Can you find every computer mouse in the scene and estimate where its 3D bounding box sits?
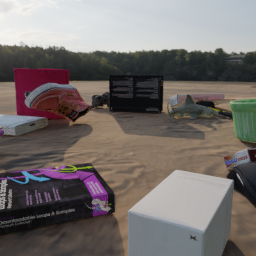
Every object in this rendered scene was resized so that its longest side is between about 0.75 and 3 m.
[{"bbox_3d":[2.472,0.917,4.406,1.391,0.456,1.980,-1,12,2],"label":"computer mouse"}]

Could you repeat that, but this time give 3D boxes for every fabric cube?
[{"bbox_3d":[-3.704,-1.491,11.986,2.099,2.065,2.105,-3,12,-21],"label":"fabric cube"}]

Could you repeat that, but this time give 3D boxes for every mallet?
[{"bbox_3d":[4.098,-0.729,12.345,0.868,0.542,2.636,-7,18,-27],"label":"mallet"}]

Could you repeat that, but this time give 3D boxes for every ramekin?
[{"bbox_3d":[4.094,-0.271,7.917,2.261,1.104,2.261,-5,7,1],"label":"ramekin"}]

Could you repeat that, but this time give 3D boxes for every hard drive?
[{"bbox_3d":[-4.460,-0.156,9.722,2.705,0.361,1.784,3,12,17],"label":"hard drive"}]

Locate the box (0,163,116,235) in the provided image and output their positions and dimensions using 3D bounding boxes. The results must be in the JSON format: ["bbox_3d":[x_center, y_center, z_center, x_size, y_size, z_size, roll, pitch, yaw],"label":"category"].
[{"bbox_3d":[-1.382,0.997,4.256,2.043,0.369,1.461,-6,13,-21],"label":"box"}]

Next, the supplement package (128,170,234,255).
[{"bbox_3d":[0.621,1.050,3.038,0.756,0.765,1.262,7,14,30],"label":"supplement package"}]

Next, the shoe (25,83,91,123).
[{"bbox_3d":[-2.356,-0.849,10.065,1.254,0.985,2.757,47,21,6],"label":"shoe"}]

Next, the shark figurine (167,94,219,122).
[{"bbox_3d":[2.384,-0.886,11.744,2.454,1.024,1.466,-4,11,-25],"label":"shark figurine"}]

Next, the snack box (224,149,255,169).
[{"bbox_3d":[3.227,0.563,5.721,2.326,0.283,0.836,-3,-15,-13],"label":"snack box"}]

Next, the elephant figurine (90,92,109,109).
[{"bbox_3d":[-1.555,-1.423,14.840,1.278,0.904,0.992,-17,-14,-7],"label":"elephant figurine"}]

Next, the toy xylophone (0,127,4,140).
[{"bbox_3d":[-4.334,0.286,6.781,2.635,0.662,1.929,0,10,-6],"label":"toy xylophone"}]

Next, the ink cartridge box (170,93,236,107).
[{"bbox_3d":[3.712,-1.485,14.231,2.593,0.565,2.250,-2,-5,-10],"label":"ink cartridge box"}]

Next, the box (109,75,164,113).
[{"bbox_3d":[0.397,-1.675,13.499,2.495,1.761,0.984,4,9,17],"label":"box"}]
